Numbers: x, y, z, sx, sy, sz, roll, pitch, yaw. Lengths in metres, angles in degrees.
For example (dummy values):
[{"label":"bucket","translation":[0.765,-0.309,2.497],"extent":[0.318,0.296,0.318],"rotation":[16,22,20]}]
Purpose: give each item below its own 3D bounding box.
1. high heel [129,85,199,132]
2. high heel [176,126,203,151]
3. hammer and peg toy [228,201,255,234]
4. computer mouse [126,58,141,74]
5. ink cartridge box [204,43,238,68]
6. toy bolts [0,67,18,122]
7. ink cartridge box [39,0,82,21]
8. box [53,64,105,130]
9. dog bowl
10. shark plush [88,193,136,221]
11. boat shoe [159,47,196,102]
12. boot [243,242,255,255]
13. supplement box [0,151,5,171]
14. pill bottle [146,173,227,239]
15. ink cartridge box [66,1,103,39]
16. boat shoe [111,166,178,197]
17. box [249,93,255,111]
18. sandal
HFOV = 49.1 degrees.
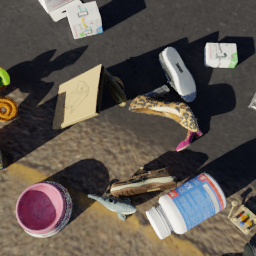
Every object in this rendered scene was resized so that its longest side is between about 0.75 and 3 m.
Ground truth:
[{"label":"high heel","translation":[1.278,-0.427,10.335],"extent":[1.788,0.896,2.508],"rotation":[-27,57,-15]},{"label":"high heel","translation":[2.145,0.294,10.326],"extent":[1.327,0.447,0.636],"rotation":[-35,83,-17]},{"label":"hammer and peg toy","translation":[3.793,2.978,9.423],"extent":[0.985,0.347,0.724],"rotation":[42,77,14]},{"label":"computer mouse","translation":[0.207,-2.574,11.608],"extent":[0.274,0.159,0.936],"rotation":[-36,68,0]},{"label":"ink cartridge box","translation":[3.808,-2.993,11.547],"extent":[1.200,0.504,0.876],"rotation":[2,70,1]},{"label":"toy bolts","translation":[-5.470,-1.162,10.716],"extent":[2.219,1.539,2.119],"rotation":[-23,112,-18]},{"label":"ink cartridge box","translation":[-3.361,-6.333,12.548],"extent":[1.636,0.957,2.820],"rotation":[-32,73,-11]},{"label":"box","translation":[-1.816,-1.078,10.140],"extent":[2.349,0.250,1.920],"rotation":[-17,60,38]},{"label":"dog bowl","translation":[-2.848,2.659,9.352],"extent":[1.888,0.696,1.888],"rotation":[0,70,-1]},{"label":"shark plush","translation":[-0.495,2.442,9.433],"extent":[1.645,0.685,0.747],"rotation":[29,72,10]},{"label":"boat shoe","translation":[1.885,-2.025,11.040],"extent":[0.834,0.771,2.258],"rotation":[-36,98,-23]},{"label":"boot","translation":[3.248,4.492,8.780],"extent":[1.774,0.582,1.462],"rotation":[-10,68,1]},{"label":"supplement box","translation":[-5.460,0.971,9.394],"extent":[1.773,1.771,1.190],"rotation":[-20,71,-7]},{"label":"pill bottle","translation":[1.837,2.549,9.053],"extent":[2.360,1.324,1.324],"rotation":[-27,72,-11]},{"label":"ink cartridge box","translation":[-1.842,-4.571,11.899],"extent":[1.285,0.942,0.938],"rotation":[-16,70,-5]},{"label":"boat shoe","translation":[0.509,1.799,9.690],"extent":[2.285,0.844,0.845],"rotation":[-6,57,-9]},{"label":"box","translation":[5.770,-1.236,10.954],"extent":[1.415,0.391,1.766],"rotation":[30,72,11]},{"label":"sandal","translation":[-0.490,-1.678,10.895],"extent":[0.507,0.755,1.879],"rotation":[-22,61,-22]}]
